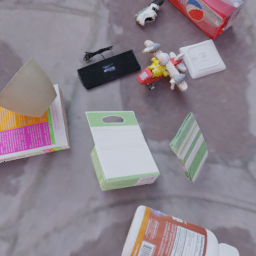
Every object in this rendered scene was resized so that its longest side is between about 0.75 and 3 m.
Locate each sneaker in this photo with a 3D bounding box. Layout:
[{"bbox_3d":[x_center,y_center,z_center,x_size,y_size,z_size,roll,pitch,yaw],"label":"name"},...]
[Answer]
[{"bbox_3d":[0.756,-3.541,8.635,1.088,0.403,0.482,-39,76,-2],"label":"sneaker"}]

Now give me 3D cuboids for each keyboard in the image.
[{"bbox_3d":[-0.628,-1.875,8.184,1.780,0.183,1.131,-22,79,-8],"label":"keyboard"}]

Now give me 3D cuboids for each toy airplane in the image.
[{"bbox_3d":[1.024,-1.742,7.709,1.397,0.986,1.391,11,72,3],"label":"toy airplane"}]

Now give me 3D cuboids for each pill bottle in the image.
[{"bbox_3d":[1.108,2.672,6.087,2.295,1.287,1.287,19,73,5],"label":"pill bottle"}]

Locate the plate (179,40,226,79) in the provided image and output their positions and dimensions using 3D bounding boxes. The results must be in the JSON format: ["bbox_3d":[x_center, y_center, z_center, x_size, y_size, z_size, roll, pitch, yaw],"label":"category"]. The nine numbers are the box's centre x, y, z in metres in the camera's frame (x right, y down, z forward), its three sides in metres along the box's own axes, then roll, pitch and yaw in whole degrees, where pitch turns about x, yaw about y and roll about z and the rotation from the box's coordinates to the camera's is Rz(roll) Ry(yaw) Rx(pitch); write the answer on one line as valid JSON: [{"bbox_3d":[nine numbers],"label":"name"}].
[{"bbox_3d":[2.205,-2.076,8.249,1.092,0.176,1.089,-18,73,-6],"label":"plate"}]

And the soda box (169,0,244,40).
[{"bbox_3d":[1.991,-4.099,8.479,0.910,1.005,2.870,-40,76,-12],"label":"soda box"}]

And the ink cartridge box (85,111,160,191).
[{"bbox_3d":[-0.220,0.480,6.961,1.443,0.475,1.983,-3,53,-29],"label":"ink cartridge box"}]

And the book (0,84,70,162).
[{"bbox_3d":[-2.925,-0.048,7.383,2.551,0.613,1.704,-11,74,-3],"label":"book"}]

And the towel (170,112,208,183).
[{"bbox_3d":[1.487,0.498,6.594,0.162,1.388,1.059,5,49,44],"label":"towel"}]

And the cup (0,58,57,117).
[{"bbox_3d":[-2.283,-0.814,6.648,0.973,1.360,1.360,39,74,-19],"label":"cup"}]
